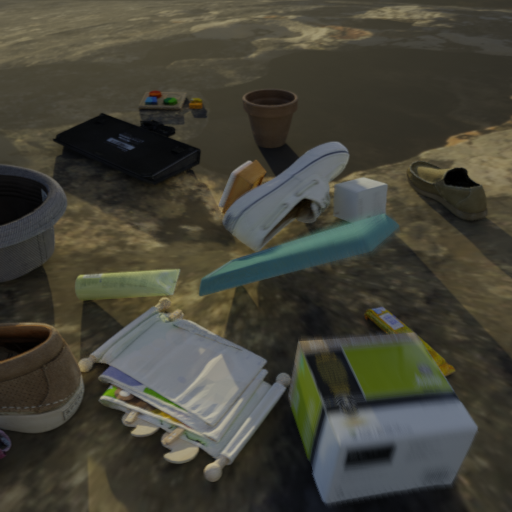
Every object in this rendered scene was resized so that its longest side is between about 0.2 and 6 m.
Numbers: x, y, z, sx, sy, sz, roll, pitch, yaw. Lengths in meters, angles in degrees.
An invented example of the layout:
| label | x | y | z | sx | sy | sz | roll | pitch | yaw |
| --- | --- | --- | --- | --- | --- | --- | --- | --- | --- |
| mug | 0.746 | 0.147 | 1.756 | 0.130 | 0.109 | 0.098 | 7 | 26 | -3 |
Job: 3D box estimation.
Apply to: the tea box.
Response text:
| label | x | y | z | sx | sy | sz | roll | pitch | yaw |
| --- | --- | --- | --- | --- | --- | --- | --- | --- | --- |
| tea box | 1.219 | 1.621 | 5.862 | 1.411 | 0.943 | 1.388 | -2 | 36 | -12 |

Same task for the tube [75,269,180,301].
| label | x | y | z | sx | sy | sz | roll | pitch | yaw |
| --- | --- | --- | --- | --- | --- | --- | --- | --- | --- |
| tube | -1.851 | 0.429 | 8.076 | 1.466 | 0.381 | 0.425 | -5 | 78 | 8 |

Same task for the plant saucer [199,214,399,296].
| label | x | y | z | sx | sy | sz | roll | pitch | yaw |
| --- | --- | --- | --- | --- | --- | --- | --- | --- | --- |
| plant saucer | 0.442 | 0.003 | 7.511 | 2.845 | 0.270 | 0.994 | -18 | 9 | 39 |

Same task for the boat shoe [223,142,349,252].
| label | x | y | z | sx | sy | sz | roll | pitch | yaw |
| --- | --- | --- | --- | --- | --- | --- | --- | --- | --- |
| boat shoe | 0.767 | -0.989 | 9.640 | 2.795 | 0.991 | 0.976 | -34 | 69 | -29 |

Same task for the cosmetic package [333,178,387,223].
| label | x | y | z | sx | sy | sz | roll | pitch | yaw |
| --- | --- | --- | --- | --- | --- | --- | --- | --- | --- |
| cosmetic package | 1.852 | -0.989 | 10.006 | 0.736 | 0.616 | 0.612 | -18 | 29 | -31 |

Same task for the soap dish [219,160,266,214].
| label | x | y | z | sx | sy | sz | roll | pitch | yaw |
| --- | --- | --- | --- | --- | --- | --- | --- | --- | --- |
| soap dish | -0.219 | -1.182 | 9.787 | 0.406 | 0.785 | 0.998 | 28 | 29 | 7 |

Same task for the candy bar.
| label | x | y | z | sx | sy | sz | roll | pitch | yaw |
| --- | --- | --- | --- | --- | --- | --- | --- | --- | --- |
| candy bar | 1.985 | 1.106 | 7.419 | 0.367 | 0.163 | 1.471 | -14 | 36 | -26 |

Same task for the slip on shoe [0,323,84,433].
| label | x | y | z | sx | sy | sz | roll | pitch | yaw |
| --- | --- | --- | --- | --- | --- | --- | --- | --- | --- |
| slip on shoe | -3.779 | 1.251 | 6.387 | 3.523 | 1.067 | 1.339 | 5 | 34 | 7 |

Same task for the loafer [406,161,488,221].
| label | x | y | z | sx | sy | sz | roll | pitch | yaw |
| --- | --- | --- | --- | --- | --- | --- | --- | --- | --- |
| loafer | 3.650 | -1.404 | 10.653 | 0.779 | 0.690 | 2.048 | -16 | 37 | -22 |

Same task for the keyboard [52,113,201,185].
| label | x | y | z | sx | sy | sz | roll | pitch | yaw |
| --- | --- | --- | --- | --- | --- | --- | --- | --- | --- |
| keyboard | -2.746 | -2.482 | 12.529 | 3.438 | 0.441 | 2.064 | 26 | 48 | 32 |

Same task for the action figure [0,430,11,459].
| label | x | y | z | sx | sy | sz | roll | pitch | yaw |
| --- | --- | --- | --- | --- | --- | --- | --- | --- | --- |
| action figure | -3.082 | 2.132 | 5.567 | 1.083 | 0.725 | 0.806 | -48 | 9 | -17 |

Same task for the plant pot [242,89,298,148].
| label | x | y | z | sx | sy | sz | roll | pitch | yaw |
| --- | --- | --- | --- | --- | --- | --- | --- | --- | --- |
| plant pot | 0.310 | -3.104 | 12.804 | 1.258 | 1.098 | 1.258 | 0 | 34 | 0 |

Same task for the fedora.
| label | x | y | z | sx | sy | sz | roll | pitch | yaw |
| --- | --- | --- | --- | --- | --- | --- | --- | --- | --- |
| fedora | -4.222 | -0.425 | 8.733 | 2.710 | 1.224 | 2.397 | 9 | 35 | 12 |

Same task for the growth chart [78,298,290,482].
| label | x | y | z | sx | sy | sz | roll | pitch | yaw |
| --- | --- | --- | --- | --- | --- | --- | --- | --- | --- |
| growth chart | -0.930 | 1.468 | 6.806 | 2.606 | 0.231 | 1.886 | 25 | 42 | 32 |

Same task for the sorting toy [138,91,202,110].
| label | x | y | z | sx | sy | sz | roll | pitch | yaw |
| --- | --- | --- | --- | --- | --- | --- | --- | --- | --- |
| sorting toy | -2.292 | -4.287 | 15.332 | 1.691 | 0.226 | 1.260 | 1 | 34 | 2 |
